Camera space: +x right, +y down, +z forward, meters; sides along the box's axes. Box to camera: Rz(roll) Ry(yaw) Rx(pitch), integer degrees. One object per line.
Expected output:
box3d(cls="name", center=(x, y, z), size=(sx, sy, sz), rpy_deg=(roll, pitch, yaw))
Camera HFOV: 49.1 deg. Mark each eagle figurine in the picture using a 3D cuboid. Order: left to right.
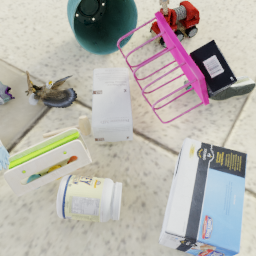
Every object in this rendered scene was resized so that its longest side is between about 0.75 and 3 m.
box3d(cls="eagle figurine", center=(-2.875, -1.427, 10.475), size=(1.706, 1.287, 1.294), rpy_deg=(1, 98, -33))

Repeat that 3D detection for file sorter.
box3d(cls="file sorter", center=(1.158, -1.913, 9.619), size=(1.858, 2.058, 2.962), rpy_deg=(-30, 65, 9))

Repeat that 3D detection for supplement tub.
box3d(cls="supplement tub", center=(-1.068, 2.041, 8.101), size=(1.719, 1.246, 1.246), rpy_deg=(5, 59, 2))

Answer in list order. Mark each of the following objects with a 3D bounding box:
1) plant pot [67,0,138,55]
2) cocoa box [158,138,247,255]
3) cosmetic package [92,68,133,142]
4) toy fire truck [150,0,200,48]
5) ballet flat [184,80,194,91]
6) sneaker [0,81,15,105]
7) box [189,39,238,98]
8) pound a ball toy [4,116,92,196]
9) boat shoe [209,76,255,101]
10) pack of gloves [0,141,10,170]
box3d(cls="plant pot", center=(-1.268, -4.715, 11.524), size=(2.714, 2.714, 2.178), rpy_deg=(-22, 46, -13))
box3d(cls="cocoa box", center=(2.071, 1.992, 7.779), size=(1.778, 1.807, 2.710), rpy_deg=(14, 60, 8))
box3d(cls="cosmetic package", center=(-0.556, -0.877, 9.920), size=(1.373, 1.000, 2.700), rpy_deg=(-4, 52, -2))
box3d(cls="toy fire truck", center=(1.936, -4.915, 11.699), size=(2.046, 2.325, 1.496), rpy_deg=(-25, 63, -14))
box3d(cls="ballet flat", center=(2.913, -1.813, 10.881), size=(1.548, 0.521, 0.493), rpy_deg=(-11, 56, -6))
box3d(cls="sneaker", center=(-4.910, -1.567, 10.785), size=(0.659, 0.560, 1.505), rpy_deg=(-24, 72, -25))
box3d(cls="box", center=(2.760, -1.892, 9.366), size=(0.901, 1.535, 1.509), rpy_deg=(-29, 85, 9))
box3d(cls="pound a ball toy", center=(-2.214, 0.857, 8.677), size=(2.716, 1.154, 1.771), rpy_deg=(-25, 26, -5))
box3d(cls="boat shoe", center=(3.810, -1.574, 10.628), size=(2.066, 0.762, 0.663), rpy_deg=(-12, 53, -11))
box3d(cls="pack of gloves", center=(-4.577, 1.089, 9.324), size=(1.246, 0.293, 1.483), rpy_deg=(-37, 60, -12))
